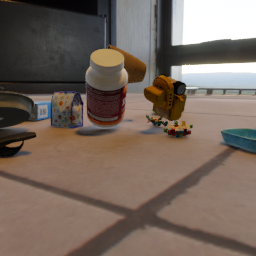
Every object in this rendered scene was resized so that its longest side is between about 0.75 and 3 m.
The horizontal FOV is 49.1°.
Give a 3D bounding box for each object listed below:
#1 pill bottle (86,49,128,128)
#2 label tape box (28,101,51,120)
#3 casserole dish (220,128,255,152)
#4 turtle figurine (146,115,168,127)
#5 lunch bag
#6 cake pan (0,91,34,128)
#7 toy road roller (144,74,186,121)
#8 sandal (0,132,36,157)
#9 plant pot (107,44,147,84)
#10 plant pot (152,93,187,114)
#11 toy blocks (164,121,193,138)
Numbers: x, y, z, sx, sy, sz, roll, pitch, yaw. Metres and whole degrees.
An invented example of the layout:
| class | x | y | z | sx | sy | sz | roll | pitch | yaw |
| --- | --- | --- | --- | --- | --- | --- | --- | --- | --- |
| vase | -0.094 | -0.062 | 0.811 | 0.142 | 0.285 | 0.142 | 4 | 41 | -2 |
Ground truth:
| class | x | y | z | sx | sy | sz | roll | pitch | yaw |
| --- | --- | --- | --- | --- | --- | --- | --- | --- | --- |
| pill bottle | -0.832 | -1.493 | 10.844 | 1.593 | 2.820 | 1.593 | 3 | 45 | -3 |
| label tape box | -5.435 | -0.929 | 14.516 | 2.773 | 0.917 | 1.987 | 0 | 8 | 13 |
| casserole dish | 3.610 | 0.338 | 8.104 | 1.274 | 0.408 | 2.104 | -2 | 10 | -16 |
| turtle figurine | 1.231 | -0.367 | 12.133 | 0.799 | 0.538 | 1.068 | -19 | 31 | -20 |
| lunch bag | -2.545 | -0.788 | 11.743 | 1.252 | 1.473 | 0.912 | 4 | 10 | 27 |
| cake pan | -4.873 | -0.561 | 10.225 | 2.829 | 0.519 | 2.829 | -12 | -13 | -3 |
| toy road roller | 1.296 | -1.089 | 10.677 | 1.347 | 1.845 | 1.134 | -22 | 40 | -29 |
| sandal | -3.273 | 0.532 | 7.045 | 1.958 | 0.469 | 0.736 | -20 | 18 | -28 |
| plant pot | -0.165 | -2.878 | 13.457 | 1.947 | 1.815 | 1.815 | 9 | 6 | -15 |
| plant pot | 2.501 | -1.625 | 16.724 | 1.771 | 1.720 | 1.731 | 9 | 9 | -1 |
| toy blocks | 1.731 | 0.115 | 9.549 | 1.011 | 0.505 | 0.691 | -1 | 20 | 6 |
